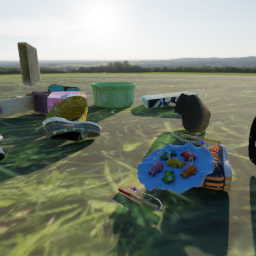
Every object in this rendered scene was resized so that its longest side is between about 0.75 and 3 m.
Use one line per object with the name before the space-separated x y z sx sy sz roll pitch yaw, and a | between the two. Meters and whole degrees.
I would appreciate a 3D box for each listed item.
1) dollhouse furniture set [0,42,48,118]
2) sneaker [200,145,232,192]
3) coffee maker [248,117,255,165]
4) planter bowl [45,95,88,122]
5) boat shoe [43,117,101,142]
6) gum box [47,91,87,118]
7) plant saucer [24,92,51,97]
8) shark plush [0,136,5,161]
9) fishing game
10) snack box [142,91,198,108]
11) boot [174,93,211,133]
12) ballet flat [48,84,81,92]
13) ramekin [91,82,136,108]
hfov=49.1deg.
dollhouse furniture set | -4.844 -1.886 11.237 2.352 2.968 2.107 15 24 42
sneaker | 1.440 0.668 5.360 0.856 0.592 1.527 4 14 10
coffee maker | 3.588 0.488 5.228 1.958 1.319 1.880 -2 41 -4
planter bowl | -1.779 -0.284 8.707 1.480 0.617 1.480 -16 45 16
boat shoe | -1.452 0.124 7.637 1.754 0.524 0.627 8 -36 -42
gum box | -2.494 -0.976 11.649 1.475 0.859 2.599 -3 14 -11
plant saucer | -4.483 -1.658 15.350 2.802 0.512 2.802 -1 13 0
shark plush | -3.817 0.215 6.798 1.111 1.212 2.667 -35 27 -9
fishing game | 0.799 0.625 4.897 1.945 0.302 1.393 -36 32 -31
snack box | 2.059 -1.435 13.998 2.533 0.470 1.472 -7 14 -4
boot | 2.311 -0.478 9.079 1.081 1.054 2.864 21 17 -5
ballet flat | -4.106 -2.300 17.737 2.262 0.769 0.774 2 0 -40
ramekin | -0.719 -1.714 14.221 2.268 1.108 2.268 0 13 0
